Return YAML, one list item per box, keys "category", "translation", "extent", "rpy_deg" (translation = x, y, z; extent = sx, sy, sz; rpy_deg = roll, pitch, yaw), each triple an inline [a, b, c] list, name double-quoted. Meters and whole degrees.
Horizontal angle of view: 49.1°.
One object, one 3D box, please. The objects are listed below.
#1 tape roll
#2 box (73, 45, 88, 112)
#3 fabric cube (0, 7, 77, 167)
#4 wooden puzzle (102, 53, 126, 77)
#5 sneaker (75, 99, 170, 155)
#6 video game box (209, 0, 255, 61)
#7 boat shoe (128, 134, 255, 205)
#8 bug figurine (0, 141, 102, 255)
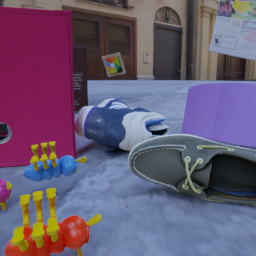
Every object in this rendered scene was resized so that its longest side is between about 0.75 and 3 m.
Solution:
- category: "tape roll"
  translation: [2.202, -0.079, 4.566]
  extent: [2.550, 0.836, 2.550]
  rpy_deg: [8, 1, 0]
- category: "box"
  translation: [-2.838, -1.879, 10.783]
  extent: [2.027, 2.443, 2.006]
  rpy_deg: [-6, 13, -30]
- category: "fabric cube"
  translation: [-2.383, -0.811, 5.441]
  extent: [2.477, 2.516, 2.524]
  rpy_deg: [-3, 12, -18]
- category: "wooden puzzle"
  translation: [-0.552, -2.357, 10.544]
  extent: [0.875, 0.810, 0.163]
  rpy_deg: [-2, 27, 34]
- category: "sneaker"
  translation: [0.095, -0.035, 5.991]
  extent: [1.689, 0.929, 2.307]
  rpy_deg: [13, 10, 15]
- category: "video game box"
  translation: [2.951, -2.415, 5.986]
  extent: [2.066, 1.883, 0.484]
  rpy_deg: [23, 33, 31]
- category: "boat shoe"
  translation: [0.978, 0.504, 3.411]
  extent: [2.048, 0.732, 0.612]
  rpy_deg: [6, 7, 9]
- category: "bug figurine"
  translation: [-1.136, 0.739, 2.810]
  extent: [1.592, 0.528, 2.052]
  rpy_deg: [-9, 17, -11]
